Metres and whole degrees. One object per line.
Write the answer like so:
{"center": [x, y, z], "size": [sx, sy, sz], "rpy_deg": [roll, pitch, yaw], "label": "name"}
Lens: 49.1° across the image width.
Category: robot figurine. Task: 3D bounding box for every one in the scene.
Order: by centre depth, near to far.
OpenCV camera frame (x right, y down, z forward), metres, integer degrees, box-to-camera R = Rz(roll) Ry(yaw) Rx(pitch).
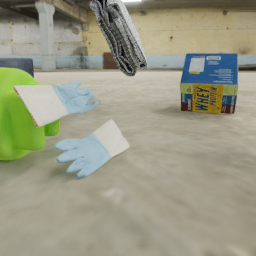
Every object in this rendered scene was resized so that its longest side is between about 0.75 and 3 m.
{"center": [-2.696, -0.290, 5.077], "size": [2.795, 1.617, 2.452], "rpy_deg": [4, 25, 11], "label": "robot figurine"}

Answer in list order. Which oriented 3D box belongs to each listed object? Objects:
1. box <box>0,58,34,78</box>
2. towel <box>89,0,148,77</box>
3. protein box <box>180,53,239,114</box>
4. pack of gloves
{"center": [-4.594, -1.786, 10.902], "size": [0.601, 1.857, 2.354], "rpy_deg": [4, 13, 18], "label": "box"}
{"center": [-0.322, -3.208, 9.435], "size": [1.055, 2.466, 2.042], "rpy_deg": [-23, 41, 13], "label": "towel"}
{"center": [2.821, -1.589, 9.730], "size": [1.809, 1.230, 1.822], "rpy_deg": [4, 47, 17], "label": "protein box"}
{"center": [-0.927, -0.022, 4.925], "size": [0.392, 1.670, 1.987], "rpy_deg": [-35, -4, 26], "label": "pack of gloves"}
